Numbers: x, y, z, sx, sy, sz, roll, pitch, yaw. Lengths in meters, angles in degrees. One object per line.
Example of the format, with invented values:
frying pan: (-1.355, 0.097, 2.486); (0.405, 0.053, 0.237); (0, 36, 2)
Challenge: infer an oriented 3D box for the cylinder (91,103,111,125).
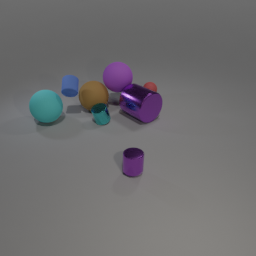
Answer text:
cylinder: (-1.171, -0.606, 12.142); (0.700, 0.700, 0.700); (-9, 42, 8)

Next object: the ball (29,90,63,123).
ball: (-3.505, -0.934, 12.014); (1.400, 1.400, 1.400); (0, 31, 0)

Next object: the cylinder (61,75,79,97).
cylinder: (-2.476, -1.788, 11.986); (0.700, 0.700, 0.700); (-1, 64, -2)

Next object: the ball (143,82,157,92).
ball: (1.061, -1.878, 13.548); (0.700, 0.700, 0.700); (0, 31, 0)

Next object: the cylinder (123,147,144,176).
cylinder: (0.175, 1.115, 9.257); (0.700, 0.700, 0.700); (1, 28, -1)

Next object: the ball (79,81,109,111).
ball: (-1.599, -1.496, 13.065); (1.400, 1.400, 1.400); (0, 31, 0)

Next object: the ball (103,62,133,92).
ball: (-0.475, -2.365, 13.048); (1.400, 1.400, 1.400); (0, 31, 0)

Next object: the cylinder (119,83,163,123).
cylinder: (0.567, -1.119, 12.441); (1.400, 1.400, 1.400); (-24, 39, -34)
